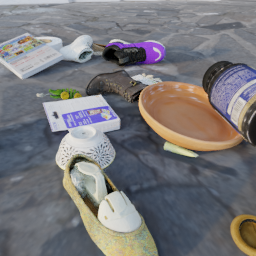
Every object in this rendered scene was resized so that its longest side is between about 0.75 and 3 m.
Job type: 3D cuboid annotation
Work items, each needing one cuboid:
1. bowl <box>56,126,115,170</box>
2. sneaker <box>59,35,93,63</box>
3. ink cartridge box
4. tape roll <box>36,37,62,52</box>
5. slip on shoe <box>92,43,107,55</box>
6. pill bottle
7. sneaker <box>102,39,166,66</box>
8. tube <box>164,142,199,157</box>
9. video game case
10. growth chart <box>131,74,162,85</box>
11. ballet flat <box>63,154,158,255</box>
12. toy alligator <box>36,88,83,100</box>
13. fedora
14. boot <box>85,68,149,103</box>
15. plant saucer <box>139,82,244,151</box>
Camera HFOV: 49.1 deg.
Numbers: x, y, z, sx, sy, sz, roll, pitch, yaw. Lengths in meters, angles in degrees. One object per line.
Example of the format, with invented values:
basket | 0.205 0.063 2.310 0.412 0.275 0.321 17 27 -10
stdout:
bowl | -1.022 0.374 6.592 1.415 0.664 1.415 -1 31 0
sneaker | -2.050 -3.702 13.280 1.295 0.825 2.240 18 45 24
ink cartridge box | -1.377 -0.356 8.030 1.841 0.399 1.824 -10 32 -19
tape roll | -4.153 -3.896 13.639 1.911 0.668 1.911 0 32 0
slip on shoe | -0.909 -3.838 13.672 1.741 0.528 0.662 8 32 12
pill bottle | 2.821 -0.739 6.804 1.402 1.402 2.507 -6 32 -10
sneaker | 0.152 -3.147 12.218 2.896 1.007 1.440 9 36 24
tube | 1.284 0.543 6.758 0.829 0.215 0.240 19 51 25
video game case | -4.405 -3.174 12.029 2.808 0.253 2.011 35 58 30
growth chart | 0.668 -1.558 10.188 1.520 0.186 2.100 -17 33 -27
ballet flat | -0.413 1.285 4.861 0.925 0.925 2.618 -19 36 -28
toy alligator | -2.060 -1.091 8.818 1.560 0.375 0.517 4 8 -27
fedora | 2.027 1.800 4.563 0.785 0.320 0.785 0 38 0
boot | -0.317 -1.298 9.248 1.851 0.641 1.611 -30 49 -19
plant saucer | 1.674 -0.328 7.467 2.896 0.542 2.896 9 36 -7
